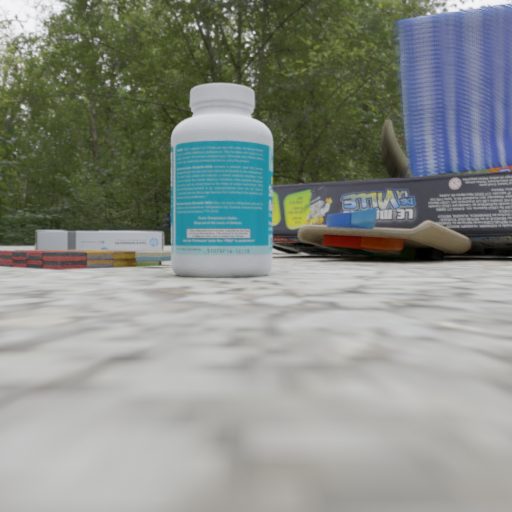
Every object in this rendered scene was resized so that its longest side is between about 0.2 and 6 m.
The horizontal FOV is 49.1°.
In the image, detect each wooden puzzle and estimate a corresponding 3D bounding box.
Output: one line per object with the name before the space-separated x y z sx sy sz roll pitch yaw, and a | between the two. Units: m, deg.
wooden puzzle | -1.441 0.022 4.661 1.890 0.133 1.121 1 2 41
wooden puzzle | 1.349 -0.123 5.819 2.251 0.263 1.519 10 -9 -44

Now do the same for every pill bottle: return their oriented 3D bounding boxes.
pill bottle | -0.194 -0.407 3.193 0.583 1.053 0.583 0 2 0

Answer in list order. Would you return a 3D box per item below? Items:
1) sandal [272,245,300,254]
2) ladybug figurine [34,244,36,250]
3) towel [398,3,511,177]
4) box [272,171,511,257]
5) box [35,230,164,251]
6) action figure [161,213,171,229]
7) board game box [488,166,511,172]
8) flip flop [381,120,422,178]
sandal | 0.186 -0.613 10.517 0.956 0.858 2.608 32 -15 -24
ladybug figurine | -4.829 -0.269 13.145 0.650 0.345 0.958 0 1 -2
towel | 3.006 -1.937 6.442 2.567 1.859 0.306 -6 14 6
box | 1.986 -0.424 7.063 3.844 0.667 2.116 1 -6 30
box | -2.716 -0.243 10.109 2.075 0.427 1.618 -1 1 -10
action figure | -1.385 -0.921 10.847 0.802 1.349 0.689 -1 -6 24
board game box | 4.885 -0.878 9.242 1.723 1.723 1.725 2 2 33
flip flop | 2.878 -1.653 10.364 0.598 2.078 0.843 -23 -28 -3
